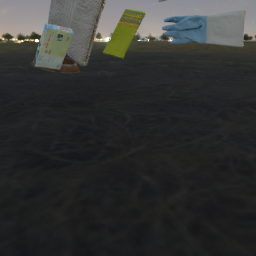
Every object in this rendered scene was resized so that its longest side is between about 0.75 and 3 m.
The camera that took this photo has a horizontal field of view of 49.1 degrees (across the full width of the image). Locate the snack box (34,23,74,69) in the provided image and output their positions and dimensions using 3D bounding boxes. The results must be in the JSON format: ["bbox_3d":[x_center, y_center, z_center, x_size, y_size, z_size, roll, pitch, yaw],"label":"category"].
[{"bbox_3d":[-1.617,-1.728,6.042,0.581,1.000,0.186,0,51,-36],"label":"snack box"}]

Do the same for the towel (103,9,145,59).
[{"bbox_3d":[-0.142,-3.879,11.476,0.976,2.268,0.205,20,-13,23],"label":"towel"}]

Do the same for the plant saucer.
[{"bbox_3d":[-2.842,-2.574,11.131,1.877,0.323,1.877,11,21,-4],"label":"plant saucer"}]

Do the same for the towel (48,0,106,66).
[{"bbox_3d":[-1.518,-3.146,7.904,1.641,2.476,0.427,39,42,16],"label":"towel"}]

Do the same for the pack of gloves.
[{"bbox_3d":[1.403,-2.352,5.349,1.762,1.480,0.348,15,37,38],"label":"pack of gloves"}]
